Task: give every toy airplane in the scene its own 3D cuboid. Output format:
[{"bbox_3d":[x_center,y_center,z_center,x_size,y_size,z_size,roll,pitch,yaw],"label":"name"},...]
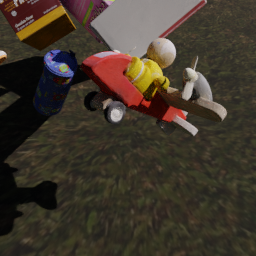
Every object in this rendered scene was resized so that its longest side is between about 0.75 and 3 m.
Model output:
[{"bbox_3d":[0.459,-0.679,4.577,2.087,1.473,2.078,22,7,5],"label":"toy airplane"}]

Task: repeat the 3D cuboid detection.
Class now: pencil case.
[{"bbox_3d":[-1.719,-1.023,6.474,0.719,1.843,0.800,-16,70,-33],"label":"pencil case"}]

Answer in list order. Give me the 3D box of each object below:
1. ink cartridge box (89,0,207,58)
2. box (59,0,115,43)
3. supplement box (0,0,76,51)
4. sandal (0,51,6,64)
[{"bbox_3d":[0.404,-2.615,6.392,1.984,1.152,2.750,-37,17,16],"label":"ink cartridge box"},{"bbox_3d":[-0.675,-3.987,9.322,2.094,1.151,2.380,-20,60,-47],"label":"box"},{"bbox_3d":[-2.612,-3.412,7.563,1.327,1.999,1.971,-31,8,2],"label":"supplement box"},{"bbox_3d":[-2.279,-0.543,4.000,1.497,0.573,0.429,-42,99,-17],"label":"sandal"}]
